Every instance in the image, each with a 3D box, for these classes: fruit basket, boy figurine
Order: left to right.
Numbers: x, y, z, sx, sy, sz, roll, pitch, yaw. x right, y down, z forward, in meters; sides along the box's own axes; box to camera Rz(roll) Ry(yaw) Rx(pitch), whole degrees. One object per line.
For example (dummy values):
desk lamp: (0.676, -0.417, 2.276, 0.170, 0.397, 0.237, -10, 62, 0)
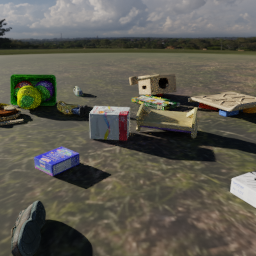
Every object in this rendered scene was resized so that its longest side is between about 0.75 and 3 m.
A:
fruit basket: (-4.650, -1.742, 13.562, 2.442, 1.761, 2.442, 1, 1, 0)
boy figurine: (-2.519, -0.884, 12.550, 1.588, 0.512, 0.987, 15, 27, 32)

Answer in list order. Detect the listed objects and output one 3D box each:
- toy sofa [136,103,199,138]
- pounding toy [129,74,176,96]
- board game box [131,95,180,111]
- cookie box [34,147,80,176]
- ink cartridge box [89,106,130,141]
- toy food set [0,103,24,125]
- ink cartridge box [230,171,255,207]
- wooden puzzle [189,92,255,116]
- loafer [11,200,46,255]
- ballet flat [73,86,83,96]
toy sofa: (1.425, -0.168, 10.176, 2.165, 1.056, 0.896, 7, 45, 18)
pounding toy: (1.286, -2.274, 15.196, 2.556, 1.169, 2.245, -8, 10, -20)
board game box: (1.358, -1.309, 14.157, 1.196, 0.268, 2.284, -14, 24, -40)
cookie box: (-1.926, 0.888, 7.631, 0.796, 0.350, 0.930, 15, 24, 37)
ink cartridge box: (-0.621, -0.182, 9.789, 1.314, 0.950, 0.955, 2, 21, 6)
toy food set: (-5.550, -0.720, 11.982, 1.856, 0.540, 2.689, -12, 22, -30)
ink cartridge box: (3.128, 1.488, 5.833, 0.836, 0.393, 1.779, -11, 22, -27)
wooden puzzle: (4.765, -1.117, 13.068, 2.732, 0.683, 2.950, -9, 17, -27)
loafer: (-1.810, 1.813, 4.934, 0.460, 0.525, 1.461, -21, 13, 0)
ballet flat: (-2.944, -2.196, 16.386, 0.488, 0.488, 1.358, -7, 21, -21)
